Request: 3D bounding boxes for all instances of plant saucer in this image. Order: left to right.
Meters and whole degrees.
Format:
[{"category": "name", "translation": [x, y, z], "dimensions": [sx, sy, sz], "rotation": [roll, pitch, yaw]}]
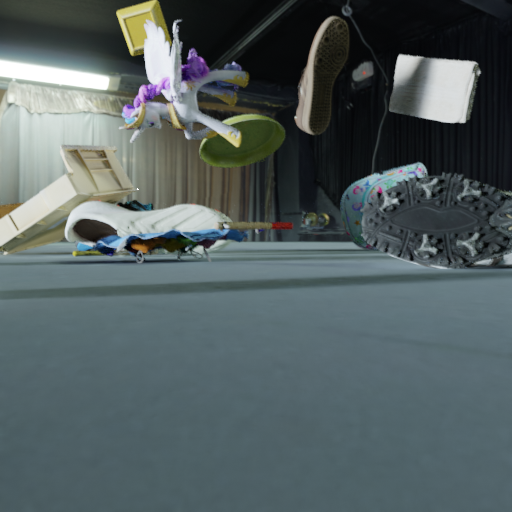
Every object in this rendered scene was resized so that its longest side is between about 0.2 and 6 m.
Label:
[{"category": "plant saucer", "translation": [-2.224, -4.448, 11.006], "dimensions": [0.882, 0.882, 0.214], "rotation": [-10, 29, 12]}, {"category": "plant saucer", "translation": [-0.375, -2.900, 13.987], "dimensions": [2.195, 0.341, 2.195], "rotation": [-14, -18, -5]}]

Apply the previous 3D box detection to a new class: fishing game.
[{"category": "fishing game", "translation": [-1.170, -0.106, 7.957], "dimensions": [3.120, 0.485, 2.234], "rotation": [-8, -3, 36]}]

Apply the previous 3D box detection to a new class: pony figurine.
[{"category": "pony figurine", "translation": [-1.305, -3.043, 10.142], "dimensions": [2.220, 2.143, 1.849], "rotation": [0, 18, -24]}]

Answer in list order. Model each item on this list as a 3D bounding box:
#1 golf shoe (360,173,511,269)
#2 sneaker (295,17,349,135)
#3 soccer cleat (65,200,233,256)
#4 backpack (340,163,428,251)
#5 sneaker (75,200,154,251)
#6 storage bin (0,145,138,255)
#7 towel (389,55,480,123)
[{"category": "golf shoe", "translation": [2.722, -0.254, 6.485], "dimensions": [2.929, 1.139, 1.384], "rotation": [1, -17, 23]}, {"category": "sneaker", "translation": [1.059, -3.280, 10.176], "dimensions": [0.719, 2.042, 0.771], "rotation": [0, 24, -31]}, {"category": "soccer cleat", "translation": [-1.965, -0.400, 10.441], "dimensions": [3.113, 1.079, 1.207], "rotation": [5, 29, 2]}, {"category": "backpack", "translation": [3.537, -1.222, 15.088], "dimensions": [2.461, 2.185, 1.853], "rotation": [-14, 3, 9]}, {"category": "sneaker", "translation": [-3.074, -0.653, 12.454], "dimensions": [1.092, 1.222, 2.982], "rotation": [2, 4, 10]}, {"category": "storage bin", "translation": [-4.142, -1.195, 11.706], "dimensions": [2.428, 1.138, 2.411], "rotation": [-29, 2, 16]}, {"category": "towel", "translation": [3.466, -3.290, 11.026], "dimensions": [0.302, 1.162, 1.754], "rotation": [-17, 31, -42]}]
